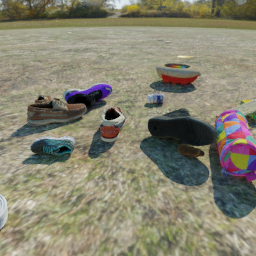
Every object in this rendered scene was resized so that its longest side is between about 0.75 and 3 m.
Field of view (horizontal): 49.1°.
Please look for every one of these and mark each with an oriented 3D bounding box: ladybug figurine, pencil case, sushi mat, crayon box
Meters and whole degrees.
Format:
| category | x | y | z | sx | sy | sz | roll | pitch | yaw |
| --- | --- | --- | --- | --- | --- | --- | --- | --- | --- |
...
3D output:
| category | x | y | z | sx | sy | sz | roll | pitch | yaw |
| --- | --- | --- | --- | --- | --- | --- | --- | --- | --- |
| ladybug figurine | 3.052 | -3.320 | 17.181 | 2.804 | 1.009 | 1.903 | 14 | 29 | 27 |
| pencil case | 3.520 | 0.444 | 9.180 | 1.290 | 1.290 | 2.920 | 5 | 28 | 11 |
| sushi mat | 4.906 | -0.737 | 12.194 | 1.939 | 0.117 | 0.927 | -21 | 26 | -3 |
| crayon box | 5.843 | -0.823 | 12.619 | 0.910 | 0.446 | 1.532 | -3 | 26 | -7 |

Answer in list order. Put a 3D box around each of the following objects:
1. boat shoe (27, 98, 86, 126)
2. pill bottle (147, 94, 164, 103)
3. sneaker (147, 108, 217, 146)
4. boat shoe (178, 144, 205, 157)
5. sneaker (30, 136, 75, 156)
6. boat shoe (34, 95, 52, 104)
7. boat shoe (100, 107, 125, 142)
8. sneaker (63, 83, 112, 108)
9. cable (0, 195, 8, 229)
| category | x | y | z | sx | sy | sz | roll | pitch | yaw |
| --- | --- | --- | --- | --- | --- | --- | --- | --- | --- |
| boat shoe | -3.014 | -0.780 | 11.973 | 2.574 | 0.924 | 0.975 | -13 | 29 | -26 |
| pill bottle | 1.384 | -1.473 | 13.977 | 0.789 | 0.457 | 0.457 | -2 | 26 | -4 |
| sneaker | 2.186 | -0.127 | 10.168 | 1.588 | 1.060 | 2.772 | -25 | 20 | -36 |
| boat shoe | 2.109 | 0.789 | 9.364 | 0.344 | 0.345 | 0.979 | 18 | -1 | -34 |
| sneaker | -2.515 | 0.651 | 9.454 | 1.506 | 0.584 | 0.687 | -8 | 30 | -14 |
| boat shoe | -4.146 | -1.366 | 13.698 | 0.524 | 0.497 | 1.384 | 3 | 26 | 7 |
| boat shoe | -0.621 | -0.390 | 11.282 | 0.953 | 0.837 | 2.677 | 0 | 24 | 5 |
| sneaker | -1.782 | -1.466 | 13.650 | 2.494 | 0.867 | 1.240 | -16 | 35 | -22 |
| cable | -3.560 | 2.067 | 6.548 | 1.405 | 0.487 | 1.406 | -19 | 32 | -37 |
